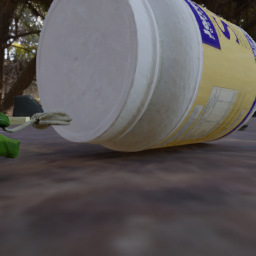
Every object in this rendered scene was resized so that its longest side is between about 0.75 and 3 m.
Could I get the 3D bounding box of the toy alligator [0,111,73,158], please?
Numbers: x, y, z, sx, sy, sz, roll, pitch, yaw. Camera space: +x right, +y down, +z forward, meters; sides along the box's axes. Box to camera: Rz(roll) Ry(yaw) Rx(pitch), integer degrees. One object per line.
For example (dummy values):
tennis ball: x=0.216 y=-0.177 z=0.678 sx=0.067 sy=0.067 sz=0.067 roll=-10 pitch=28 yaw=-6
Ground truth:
toy alligator: x=-1.026 y=0.100 z=1.455 sx=1.688 sy=0.406 sz=0.560 roll=-1 pitch=-1 yaw=-40

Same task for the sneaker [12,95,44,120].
sneaker: x=-4.215 y=-0.934 z=13.464 sx=2.485 sy=1.320 sz=0.929 roll=-2 pitch=3 yaw=-29

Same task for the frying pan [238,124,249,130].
frying pan: x=2.404 y=-0.043 z=6.843 sx=1.150 sy=0.187 sz=0.695 roll=-3 pitch=3 yaw=-19

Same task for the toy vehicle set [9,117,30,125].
toy vehicle set: x=-4.643 y=-0.297 z=11.122 sx=1.273 sy=0.272 sz=2.049 roll=-1 pitch=3 yaw=-15

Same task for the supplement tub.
supplement tub: x=0.334 y=-0.570 z=3.027 sx=1.584 sy=1.584 sz=2.178 roll=3 pitch=3 yaw=43
